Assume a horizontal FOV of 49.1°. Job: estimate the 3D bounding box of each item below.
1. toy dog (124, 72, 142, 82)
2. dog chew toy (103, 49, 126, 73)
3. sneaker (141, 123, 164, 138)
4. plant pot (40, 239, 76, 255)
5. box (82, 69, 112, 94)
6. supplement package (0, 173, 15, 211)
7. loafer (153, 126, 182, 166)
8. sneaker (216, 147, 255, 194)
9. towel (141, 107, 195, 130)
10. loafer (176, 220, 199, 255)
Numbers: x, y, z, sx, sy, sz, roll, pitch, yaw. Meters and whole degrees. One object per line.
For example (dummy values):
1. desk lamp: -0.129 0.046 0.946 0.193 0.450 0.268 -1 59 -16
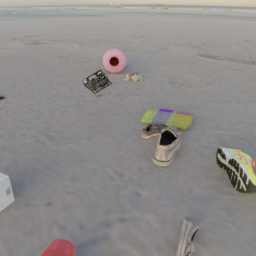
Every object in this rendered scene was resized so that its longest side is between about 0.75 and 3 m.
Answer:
1. toy dog: 0.304 -3.151 16.885 1.039 0.500 0.685 10 30 19
2. dog chew toy: -0.878 -4.521 18.550 1.520 1.520 2.441 0 20 -1
3. sneaker: 0.989 0.028 10.893 1.117 0.457 0.430 -24 36 -38
4. plant pot: -1.409 2.683 5.565 0.833 0.833 0.737 2 16 4
5. box: -1.300 -1.953 12.004 0.945 0.257 1.180 -29 -18 10
6. supplement package: -3.777 1.648 7.372 1.137 0.863 0.857 15 31 26
7. loafer: 1.436 0.422 9.828 0.856 0.749 2.381 8 29 15
8. sneaker: 3.450 1.164 8.388 0.938 0.812 2.077 0 27 -6
9. towel: 1.729 -0.414 11.989 2.087 0.238 1.499 9 30 19
10. loafer: 1.325 2.538 6.188 0.398 0.455 1.267 15 28 13
